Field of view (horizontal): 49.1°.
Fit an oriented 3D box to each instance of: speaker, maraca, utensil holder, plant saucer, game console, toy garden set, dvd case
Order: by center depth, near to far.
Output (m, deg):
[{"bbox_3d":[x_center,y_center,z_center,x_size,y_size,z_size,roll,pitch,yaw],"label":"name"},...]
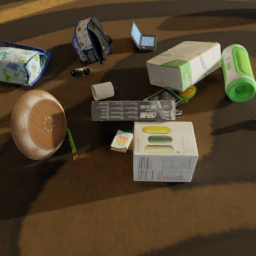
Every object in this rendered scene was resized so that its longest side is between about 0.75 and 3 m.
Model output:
[{"bbox_3d":[-2.699,-0.106,9.060,0.417,2.282,2.282,-1,43,30],"label":"plant saucer"},{"bbox_3d":[-1.991,0.614,9.846,0.202,0.844,1.013,-17,29,-12],"label":"toy garden set"},{"bbox_3d":[1.474,-1.127,11.840,1.392,0.172,1.046,-29,53,-18],"label":"dvd case"},{"bbox_3d":[-1.078,-1.582,11.998,0.794,0.675,0.675,-15,49,-18],"label":"utensil holder"},{"bbox_3d":[2.495,-1.485,12.025,0.687,0.536,1.002,28,76,37],"label":"maraca"},{"bbox_3d":[4.849,-2.502,12.446,1.291,1.291,2.919,6,47,6],"label":"speaker"},{"bbox_3d":[0.840,-4.901,14.884,1.375,0.953,1.611,4,48,5],"label":"game console"}]

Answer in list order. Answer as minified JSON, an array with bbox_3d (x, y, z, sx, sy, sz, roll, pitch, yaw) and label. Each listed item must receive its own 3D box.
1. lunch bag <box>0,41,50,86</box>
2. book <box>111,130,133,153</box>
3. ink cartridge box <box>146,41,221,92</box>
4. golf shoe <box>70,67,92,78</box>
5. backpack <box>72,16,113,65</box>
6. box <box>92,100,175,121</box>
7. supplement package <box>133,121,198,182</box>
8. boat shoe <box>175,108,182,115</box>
[{"bbox_3d":[-4.967,-3.145,12.962,1.990,1.491,2.341,12,37,5],"label":"lunch bag"},{"bbox_3d":[-0.224,0.497,10.394,0.581,0.209,0.869,14,47,9],"label":"book"},{"bbox_3d":[2.500,-2.829,12.415,2.728,1.194,1.982,-35,36,-27],"label":"ink cartridge box"},{"bbox_3d":[-2.213,-2.645,13.238,1.023,0.398,0.483,-8,27,-6],"label":"golf shoe"},{"bbox_3d":[-1.807,-4.330,13.690,1.557,1.926,2.022,-5,45,18],"label":"backpack"},{"bbox_3d":[0.184,-0.619,10.176,2.764,0.688,2.180,-1,3,-1],"label":"box"},{"bbox_3d":[1.140,0.777,9.248,1.914,1.442,1.452,1,47,1],"label":"supplement package"},{"bbox_3d":[1.826,-0.656,11.405,0.794,0.240,0.300,-16,53,-13],"label":"boat shoe"}]
